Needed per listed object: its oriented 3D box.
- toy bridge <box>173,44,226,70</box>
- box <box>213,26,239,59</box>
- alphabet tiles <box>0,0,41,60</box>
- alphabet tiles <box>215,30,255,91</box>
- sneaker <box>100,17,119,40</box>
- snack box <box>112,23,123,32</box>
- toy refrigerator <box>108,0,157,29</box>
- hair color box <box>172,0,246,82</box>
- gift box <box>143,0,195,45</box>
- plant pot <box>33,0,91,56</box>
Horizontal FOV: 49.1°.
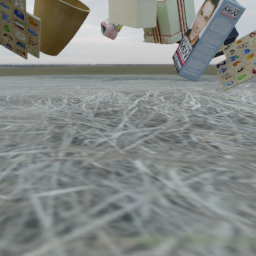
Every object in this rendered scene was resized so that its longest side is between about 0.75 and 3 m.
[{"bbox_3d":[2.362,-2.373,9.309,1.791,0.244,0.602,-18,21,23],"label":"toy bridge"},{"bbox_3d":[3.253,-3.622,10.620,0.922,1.484,1.496,-22,-12,-4],"label":"box"},{"bbox_3d":[-3.112,-2.729,7.218,1.889,0.072,2.270,30,-29,-4],"label":"alphabet tiles"},{"bbox_3d":[3.278,-1.988,7.628,1.836,0.083,2.196,-27,31,24],"label":"alphabet tiles"},{"bbox_3d":[-0.643,-4.329,11.289,0.751,1.437,0.541,2,28,-43],"label":"sneaker"},{"bbox_3d":[-0.216,-4.278,10.759,0.271,1.024,0.728,31,3,3],"label":"snack box"},{"bbox_3d":[0.101,-3.341,8.027,0.675,0.732,1.928,-13,28,-23],"label":"toy refrigerator"},{"bbox_3d":[2.048,-2.463,7.504,0.663,2.186,1.082,17,38,-17],"label":"hair color box"},{"bbox_3d":[1.109,-3.198,8.429,1.486,1.387,1.371,-31,33,-23],"label":"gift box"},{"bbox_3d":[-2.805,-3.982,10.779,2.059,2.209,2.059,24,26,-13],"label":"plant pot"}]
